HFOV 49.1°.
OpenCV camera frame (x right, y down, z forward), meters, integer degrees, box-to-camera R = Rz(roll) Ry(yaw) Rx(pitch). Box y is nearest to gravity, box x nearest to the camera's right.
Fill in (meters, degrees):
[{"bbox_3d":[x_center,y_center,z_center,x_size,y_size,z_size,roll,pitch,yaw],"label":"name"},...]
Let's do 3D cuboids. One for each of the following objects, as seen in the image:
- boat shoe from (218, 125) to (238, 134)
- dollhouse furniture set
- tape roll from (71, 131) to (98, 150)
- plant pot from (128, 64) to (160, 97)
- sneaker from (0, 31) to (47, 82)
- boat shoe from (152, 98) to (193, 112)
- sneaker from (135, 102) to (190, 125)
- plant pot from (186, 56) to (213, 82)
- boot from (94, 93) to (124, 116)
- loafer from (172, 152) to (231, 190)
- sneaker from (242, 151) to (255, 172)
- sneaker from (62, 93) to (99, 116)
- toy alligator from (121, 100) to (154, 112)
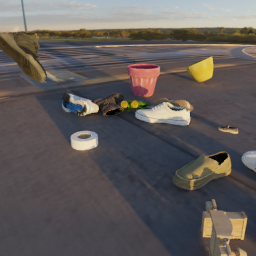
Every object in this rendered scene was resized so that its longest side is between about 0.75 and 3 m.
[{"bbox_3d":[3.899,0.019,10.883,0.755,0.245,0.272,17,27,35],"label":"boat shoe"},{"bbox_3d":[1.859,2.083,4.871,0.817,0.956,1.845,0,22,6],"label":"dollhouse furniture set"},{"bbox_3d":[-1.514,0.427,9.764,0.939,0.328,0.939,0,22,0],"label":"tape roll"},{"bbox_3d":[0.852,-2.675,15.731,1.779,1.592,1.779,1,22,0],"label":"plant pot"},{"bbox_3d":[-2.986,-2.318,8.714,2.003,0.766,1.147,44,50,14],"label":"sneaker"},{"bbox_3d":[2.002,-0.934,12.703,0.677,0.752,2.090,16,-7,-41],"label":"boat shoe"},{"bbox_3d":[1.466,-0.693,11.859,2.334,0.826,0.852,5,23,13],"label":"sneaker"},{"bbox_3d":[4.903,-3.805,18.617,1.793,1.273,1.793,-23,9,4],"label":"plant pot"},{"bbox_3d":[-0.651,-1.029,13.134,1.764,0.611,1.536,-22,31,-26],"label":"boot"},{"bbox_3d":[2.030,1.092,7.664,1.984,0.669,0.754,-14,26,-31],"label":"loafer"},{"bbox_3d":[3.769,1.153,7.601,0.967,0.616,1.673,-17,28,-42],"label":"sneaker"},{"bbox_3d":[-2.239,-1.067,13.076,0.991,0.857,2.287,-3,21,-44],"label":"sneaker"},{"bbox_3d":[0.451,-1.045,12.716,1.957,0.470,0.649,2,-15,23],"label":"toy alligator"}]
